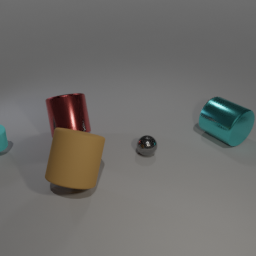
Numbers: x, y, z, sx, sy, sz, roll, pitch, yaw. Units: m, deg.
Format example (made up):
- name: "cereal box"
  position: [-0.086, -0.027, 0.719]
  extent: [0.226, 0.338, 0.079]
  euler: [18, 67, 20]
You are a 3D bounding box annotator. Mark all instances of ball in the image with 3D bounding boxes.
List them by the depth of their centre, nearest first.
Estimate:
- name: "ball"
  position: [0.638, 0.589, 9.422]
  extent: [0.700, 0.700, 0.700]
  euler: [0, 30, 0]

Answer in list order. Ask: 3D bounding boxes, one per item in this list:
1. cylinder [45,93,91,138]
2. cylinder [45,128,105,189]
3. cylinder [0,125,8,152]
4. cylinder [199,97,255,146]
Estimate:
- name: "cylinder"
  position: [-2.122, -0.435, 9.997]
  extent: [1.400, 1.400, 1.400]
  euler: [-10, 2, 0]
- name: "cylinder"
  position: [-1.441, 0.806, 7.696]
  extent: [1.400, 1.400, 1.400]
  euler: [12, 0, 0]
- name: "cylinder"
  position: [-4.411, 0.338, 9.307]
  extent: [0.700, 0.700, 0.700]
  euler: [5, 37, -4]
- name: "cylinder"
  position: [3.548, -0.258, 10.135]
  extent: [1.400, 1.400, 1.400]
  euler: [-20, 36, -30]
